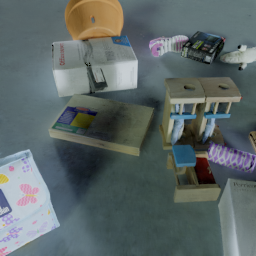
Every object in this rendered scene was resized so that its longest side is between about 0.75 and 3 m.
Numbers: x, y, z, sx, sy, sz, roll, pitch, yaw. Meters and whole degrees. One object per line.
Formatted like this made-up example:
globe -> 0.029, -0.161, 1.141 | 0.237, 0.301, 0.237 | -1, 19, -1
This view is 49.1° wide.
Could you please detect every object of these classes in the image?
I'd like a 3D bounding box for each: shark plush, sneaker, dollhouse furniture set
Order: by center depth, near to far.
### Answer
dollhouse furniture set -> 1.992, 0.214, 7.274 | 1.881, 1.892, 2.684 | -2, 43, -3
shark plush -> 4.964, -3.177, 11.822 | 2.215, 1.006, 0.923 | -27, 18, -20
sneaker -> 1.759, -3.751, 12.430 | 1.897, 0.763, 0.839 | -15, 37, -14

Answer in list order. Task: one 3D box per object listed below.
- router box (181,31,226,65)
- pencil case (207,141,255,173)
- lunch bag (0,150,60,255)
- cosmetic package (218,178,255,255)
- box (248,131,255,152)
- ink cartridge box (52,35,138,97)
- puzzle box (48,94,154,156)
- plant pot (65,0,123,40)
router box -> 3.317, -3.544, 12.291 | 1.348, 0.559, 1.799 | 23, 48, 23
pencil case -> 2.816, 0.800, 7.683 | 1.317, 0.553, 0.563 | 20, 22, 18
lunch bag -> -2.544, 1.569, 5.603 | 1.853, 2.186, 1.389 | -23, 48, -24
cosmetic package -> 2.743, 2.462, 5.409 | 1.593, 1.146, 2.824 | 3, 44, 6
box -> 4.969, 0.872, 7.706 | 2.607, 0.277, 2.131 | 0, 41, 1
ink cartridge box -> -1.280, -2.380, 10.540 | 2.917, 1.228, 2.109 | -7, 44, -8
puzzle box -> -0.773, -0.194, 8.836 | 2.874, 0.365, 1.912 | 12, 45, 13
plant pot -> -1.351, -4.110, 11.763 | 2.514, 2.514, 1.759 | -6, 61, -6
